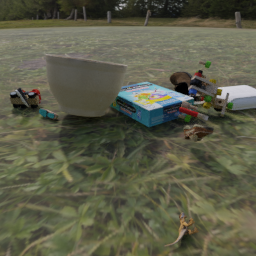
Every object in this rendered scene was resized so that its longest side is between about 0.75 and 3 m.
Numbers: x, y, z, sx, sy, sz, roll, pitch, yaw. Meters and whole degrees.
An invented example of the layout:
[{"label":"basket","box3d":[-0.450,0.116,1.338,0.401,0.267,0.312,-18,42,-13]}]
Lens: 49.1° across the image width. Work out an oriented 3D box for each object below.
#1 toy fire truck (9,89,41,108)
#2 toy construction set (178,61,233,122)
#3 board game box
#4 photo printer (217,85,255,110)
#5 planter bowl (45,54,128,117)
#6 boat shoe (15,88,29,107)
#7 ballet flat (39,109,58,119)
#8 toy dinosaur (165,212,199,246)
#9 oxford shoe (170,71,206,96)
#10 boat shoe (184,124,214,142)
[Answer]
[{"label":"toy fire truck","box3d":[-4.236,-1.349,11.989,1.161,0.849,1.319,1,35,4]},{"label":"toy construction set","box3d":[3.014,-0.983,10.364,1.745,1.894,2.271,21,50,14]},{"label":"board game box","box3d":[0.794,-1.080,11.330,2.220,0.690,2.941,-16,29,-31]},{"label":"photo printer","box3d":[4.595,-1.290,11.840,1.823,0.633,1.516,-7,27,-14]},{"label":"planter bowl","box3d":[-1.609,-1.551,10.489,2.971,2.000,2.971,7,14,-2]},{"label":"boat shoe","box3d":[-4.100,-1.207,11.028,0.305,0.826,0.249,13,51,47]},{"label":"ballet flat","box3d":[-3.000,-0.515,10.666,0.912,0.311,0.307,23,12,31]},{"label":"toy dinosaur","box3d":[1.060,1.963,5.333,0.488,0.277,0.918,-32,5,29]},{"label":"oxford shoe","box3d":[2.565,-2.114,13.331,1.048,0.902,2.483,-11,27,-19]},{"label":"boat shoe","box3d":[2.022,0.167,8.099,0.501,0.489,1.325,10,-4,-13]}]
